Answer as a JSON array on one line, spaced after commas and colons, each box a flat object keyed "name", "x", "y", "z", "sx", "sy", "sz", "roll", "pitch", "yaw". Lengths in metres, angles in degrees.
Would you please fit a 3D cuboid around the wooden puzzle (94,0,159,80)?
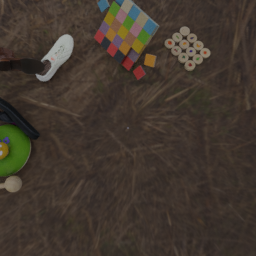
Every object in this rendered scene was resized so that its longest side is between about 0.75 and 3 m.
[{"name": "wooden puzzle", "x": -0.091, "y": -2.927, "z": 8.613, "sx": 2.818, "sy": 0.198, "sz": 1.671, "roll": 47, "pitch": 124, "yaw": 15}]

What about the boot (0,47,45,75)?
[{"name": "boot", "x": -3.422, "y": -2.115, "z": 8.586, "sx": 1.406, "sy": 1.509, "sz": 0.485, "roll": -1, "pitch": 117, "yaw": -32}]

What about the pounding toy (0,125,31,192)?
[{"name": "pounding toy", "x": -3.700, "y": 0.761, "z": 7.877, "sx": 1.553, "sy": 0.934, "sz": 2.012, "roll": -3, "pitch": 72, "yaw": 11}]

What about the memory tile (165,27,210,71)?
[{"name": "memory tile", "x": 1.963, "y": -2.637, "z": 9.251, "sx": 1.043, "sy": 0.114, "sz": 1.361, "roll": -38, "pitch": 79, "yaw": -8}]

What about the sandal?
[{"name": "sandal", "x": -3.502, "y": -0.299, "z": 8.295, "sx": 2.081, "sy": 0.782, "sz": 0.498, "roll": 41, "pitch": 88, "yaw": 15}]

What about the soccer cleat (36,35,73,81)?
[{"name": "soccer cleat", "x": -2.267, "y": -2.195, "z": 8.733, "sx": 0.590, "sy": 0.661, "sz": 1.704, "roll": 34, "pitch": 89, "yaw": 1}]
